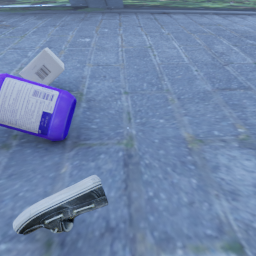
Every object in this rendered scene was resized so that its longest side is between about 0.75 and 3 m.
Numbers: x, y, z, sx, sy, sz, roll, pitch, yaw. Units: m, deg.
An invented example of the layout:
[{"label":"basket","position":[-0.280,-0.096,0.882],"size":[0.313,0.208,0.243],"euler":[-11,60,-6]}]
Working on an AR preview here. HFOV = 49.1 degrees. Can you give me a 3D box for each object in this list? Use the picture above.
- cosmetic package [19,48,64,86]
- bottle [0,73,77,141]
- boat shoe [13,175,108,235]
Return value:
[{"label":"cosmetic package","position":[-2.474,-1.745,8.259],"size":[0.998,0.787,1.855],"euler":[-44,22,1]},{"label":"bottle","position":[-2.670,-0.588,6.282],"size":[2.867,1.197,0.936],"euler":[15,-2,-4]},{"label":"boat shoe","position":[-0.957,1.206,3.894],"size":[1.487,0.527,0.536],"euler":[-31,-16,14]}]
